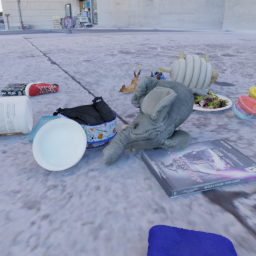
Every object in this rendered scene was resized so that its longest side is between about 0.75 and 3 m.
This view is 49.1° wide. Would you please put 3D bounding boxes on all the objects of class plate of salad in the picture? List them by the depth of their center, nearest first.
[{"bbox_3d":[3.113,-1.239,11.616,2.335,0.561,2.335,1,24,0],"label":"plate of salad"}]

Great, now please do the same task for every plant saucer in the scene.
[{"bbox_3d":[-2.767,0.006,9.334,0.667,0.181,1.908,-1,24,-2],"label":"plant saucer"}]

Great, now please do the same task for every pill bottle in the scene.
[{"bbox_3d":[-4.203,-0.353,8.856,2.116,1.210,1.210,-4,25,-9],"label":"pill bottle"}]

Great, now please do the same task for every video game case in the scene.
[{"bbox_3d":[1.855,0.927,7.218,2.600,0.247,1.858,-7,25,-17],"label":"video game case"}]

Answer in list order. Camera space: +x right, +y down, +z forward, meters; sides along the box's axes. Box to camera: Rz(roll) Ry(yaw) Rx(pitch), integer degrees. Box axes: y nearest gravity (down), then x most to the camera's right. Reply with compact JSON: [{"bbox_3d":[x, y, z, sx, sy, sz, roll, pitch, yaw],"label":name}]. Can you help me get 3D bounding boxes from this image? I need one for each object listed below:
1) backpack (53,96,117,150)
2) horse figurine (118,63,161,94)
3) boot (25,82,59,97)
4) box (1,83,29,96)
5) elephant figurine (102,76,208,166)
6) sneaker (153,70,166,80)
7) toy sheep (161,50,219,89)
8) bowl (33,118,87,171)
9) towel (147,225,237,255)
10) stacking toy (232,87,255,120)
[{"bbox_3d":[-1.098,-0.078,8.203,1.648,1.269,1.569,-22,27,-31],"label":"backpack"},{"bbox_3d":[0.742,-2.238,13.145,2.236,1.482,0.558,-4,32,-36],"label":"horse figurine"},{"bbox_3d":[-3.859,-1.774,12.839,1.136,0.570,1.575,8,22,13],"label":"boot"},{"bbox_3d":[-5.306,-1.836,13.281,0.981,0.267,1.225,-2,24,-4],"label":"box"},{"bbox_3d":[0.843,-0.132,7.916,2.060,2.259,2.912,28,33,-7],"label":"elephant figurine"},{"bbox_3d":[1.653,-2.725,14.702,0.633,0.753,1.920,2,23,9],"label":"sneaker"},{"bbox_3d":[2.902,-2.590,13.092,2.735,1.886,1.886,6,24,-1],"label":"toy sheep"},{"bbox_3d":[-1.700,0.504,7.328,1.404,0.631,1.404,-3,68,6],"label":"bowl"},{"bbox_3d":[0.930,2.306,3.948,1.481,0.497,2.006,9,25,4],"label":"towel"},{"bbox_3d":[4.856,-0.603,10.487,1.867,0.789,1.690,-26,61,-39],"label":"stacking toy"}]
